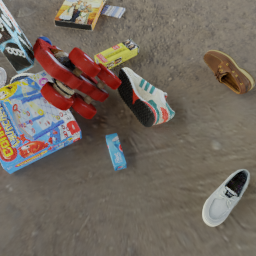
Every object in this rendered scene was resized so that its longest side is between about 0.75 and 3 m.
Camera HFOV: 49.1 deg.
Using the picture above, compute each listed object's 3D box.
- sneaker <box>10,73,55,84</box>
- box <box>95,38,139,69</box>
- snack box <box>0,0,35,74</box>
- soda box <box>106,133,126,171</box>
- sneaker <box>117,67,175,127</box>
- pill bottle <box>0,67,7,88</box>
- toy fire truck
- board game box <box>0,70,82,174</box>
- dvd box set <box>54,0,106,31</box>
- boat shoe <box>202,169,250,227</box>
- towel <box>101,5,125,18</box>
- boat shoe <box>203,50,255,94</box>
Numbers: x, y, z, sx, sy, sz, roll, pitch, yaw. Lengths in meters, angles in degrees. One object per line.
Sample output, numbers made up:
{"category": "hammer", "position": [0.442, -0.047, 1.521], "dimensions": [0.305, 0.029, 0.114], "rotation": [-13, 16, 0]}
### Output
{"category": "sneaker", "position": [-3.173, -1.404, 9.564], "dimensions": [1.754, 0.658, 0.741], "rotation": [-2, 55, 0]}
{"category": "box", "position": [-0.405, -2.778, 10.609], "dimensions": [1.672, 0.419, 0.629], "rotation": [-31, 62, -19]}
{"category": "snack box", "position": [-3.499, -2.945, 7.449], "dimensions": [0.521, 2.811, 1.633], "rotation": [-29, 32, 1]}
{"category": "soda box", "position": [-0.362, 0.701, 8.352], "dimensions": [0.364, 0.344, 1.073], "rotation": [-14, 58, -9]}
{"category": "sneaker", "position": [0.584, -1.086, 9.365], "dimensions": [1.198, 0.902, 2.562], "rotation": [-9, 50, -31]}
{"category": "pill bottle", "position": [-5.129, -1.895, 9.758], "dimensions": [1.509, 0.860, 0.860], "rotation": [19, 59, 12]}
{"category": "toy fire truck", "position": [-1.781, -1.734, 8.588], "dimensions": [1.609, 2.870, 2.410], "rotation": [-49, 62, 11]}
{"category": "board game box", "position": [-2.999, -0.257, 8.451], "dimensions": [2.349, 0.670, 2.399], "rotation": [-28, 75, -17]}
{"category": "dvd box set", "position": [-2.045, -5.185, 12.252], "dimensions": [1.684, 0.338, 2.302], "rotation": [11, 57, 6]}
{"category": "boat shoe", "position": [2.629, 1.772, 7.447], "dimensions": [0.647, 0.661, 1.856], "rotation": [36, 64, 21]}
{"category": "towel", "position": [-0.656, -5.146, 12.375], "dimensions": [0.940, 0.112, 0.690], "rotation": [17, 60, 13]}
{"category": "boat shoe", "position": [3.438, -1.992, 9.885], "dimensions": [0.720, 0.768, 2.133], "rotation": [-32, 64, -22]}
